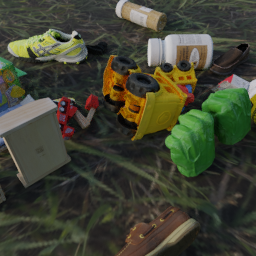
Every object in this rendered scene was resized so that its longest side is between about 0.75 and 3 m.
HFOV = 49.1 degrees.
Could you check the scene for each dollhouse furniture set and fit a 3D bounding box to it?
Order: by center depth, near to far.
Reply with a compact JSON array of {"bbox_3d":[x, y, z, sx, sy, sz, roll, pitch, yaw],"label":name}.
[{"bbox_3d":[-3.228,-0.051,6.888,2.715,1.876,2.876,-31,52,-27],"label":"dollhouse furniture set"}]

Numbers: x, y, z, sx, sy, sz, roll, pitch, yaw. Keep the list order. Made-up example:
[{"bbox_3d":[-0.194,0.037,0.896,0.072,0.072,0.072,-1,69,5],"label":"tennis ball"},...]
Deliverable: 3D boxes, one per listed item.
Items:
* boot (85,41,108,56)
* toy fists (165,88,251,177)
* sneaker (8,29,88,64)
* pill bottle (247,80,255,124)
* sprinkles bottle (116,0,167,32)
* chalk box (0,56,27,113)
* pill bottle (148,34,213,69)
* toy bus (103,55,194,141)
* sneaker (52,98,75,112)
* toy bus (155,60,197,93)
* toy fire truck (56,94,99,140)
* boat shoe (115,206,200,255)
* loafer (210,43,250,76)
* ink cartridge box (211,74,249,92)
[{"bbox_3d":[-1.274,-3.188,11.028,0.843,0.317,0.631,17,54,2],"label":"boot"},{"bbox_3d":[2.042,-0.058,6.932,2.696,1.374,0.927,-33,41,-19],"label":"toy fists"},{"bbox_3d":[-3.007,-3.136,10.426,2.967,1.133,1.119,0,48,2],"label":"sneaker"},{"bbox_3d":[4.039,-0.487,7.849,1.112,1.112,1.978,-6,45,-5],"label":"pill bottle"},{"bbox_3d":[0.567,-5.029,12.501,2.354,0.803,0.803,32,54,27],"label":"sprinkles bottle"},{"bbox_3d":[-4.202,-1.290,8.373,1.494,1.486,2.401,25,51,22],"label":"chalk box"},{"bbox_3d":[1.799,-2.679,9.922,2.112,1.208,1.208,-1,46,-2],"label":"pill bottle"},{"bbox_3d":[0.640,-1.011,8.173,2.322,1.641,2.419,-9,43,-28],"label":"toy bus"},{"bbox_3d":[-2.084,-0.750,8.691,0.964,0.377,0.435,-4,26,0],"label":"sneaker"},{"bbox_3d":[1.585,-1.434,9.075,1.285,0.872,1.234,-7,62,-3],"label":"toy bus"},{"bbox_3d":[-1.478,-0.328,7.999,1.162,0.402,1.647,19,56,-26],"label":"toy fire truck"},{"bbox_3d":[0.317,2.306,5.394,2.356,0.848,0.796,-23,44,-28],"label":"boat shoe"},{"bbox_3d":[3.704,-2.578,10.163,2.029,0.720,0.741,-35,55,-29],"label":"loafer"},{"bbox_3d":[3.087,-1.273,8.547,0.738,0.841,0.353,26,74,-9],"label":"ink cartridge box"}]
